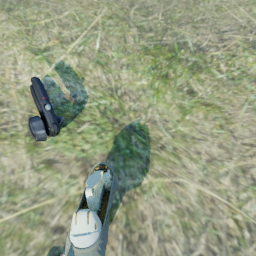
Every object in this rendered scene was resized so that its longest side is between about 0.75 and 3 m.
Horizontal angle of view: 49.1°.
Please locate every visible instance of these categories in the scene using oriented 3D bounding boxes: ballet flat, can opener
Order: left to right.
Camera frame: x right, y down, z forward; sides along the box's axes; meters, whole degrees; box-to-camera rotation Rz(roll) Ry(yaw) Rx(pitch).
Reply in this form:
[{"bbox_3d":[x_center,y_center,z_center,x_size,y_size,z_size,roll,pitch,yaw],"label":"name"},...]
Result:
[{"bbox_3d":[-2.517,-0.658,8.271,0.911,0.735,2.318,1,54,-36],"label":"can opener"},{"bbox_3d":[-0.861,1.896,6.304,0.949,0.897,2.815,-4,37,15],"label":"ballet flat"}]

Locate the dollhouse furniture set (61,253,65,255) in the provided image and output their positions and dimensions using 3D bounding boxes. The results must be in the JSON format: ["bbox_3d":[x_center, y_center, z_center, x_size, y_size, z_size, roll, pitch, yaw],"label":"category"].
[{"bbox_3d":[-1.838,3.178,5.665,1.175,1.655,1.312,0,62,0],"label":"dollhouse furniture set"}]
